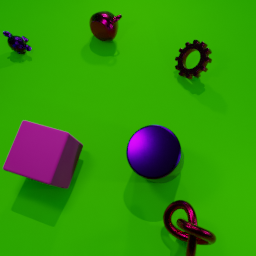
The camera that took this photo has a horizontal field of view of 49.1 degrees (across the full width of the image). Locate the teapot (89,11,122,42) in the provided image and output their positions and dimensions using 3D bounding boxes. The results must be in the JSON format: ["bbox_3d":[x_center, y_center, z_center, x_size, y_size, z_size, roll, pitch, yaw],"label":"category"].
[{"bbox_3d":[-0.872,-3.830,10.451,1.825,1.135,0.894,-4,43,48],"label":"teapot"}]

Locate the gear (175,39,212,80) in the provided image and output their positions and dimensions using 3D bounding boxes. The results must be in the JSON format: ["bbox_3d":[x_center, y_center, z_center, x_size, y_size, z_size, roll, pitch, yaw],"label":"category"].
[{"bbox_3d":[2.160,-2.275,9.340,0.235,1.272,1.272,10,42,-46],"label":"gear"}]

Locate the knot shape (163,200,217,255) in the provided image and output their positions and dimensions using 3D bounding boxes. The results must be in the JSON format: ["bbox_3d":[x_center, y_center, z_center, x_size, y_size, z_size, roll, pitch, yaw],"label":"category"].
[{"bbox_3d":[1.363,2.255,6.107,0.615,1.245,1.330,-21,82,-22],"label":"knot shape"}]

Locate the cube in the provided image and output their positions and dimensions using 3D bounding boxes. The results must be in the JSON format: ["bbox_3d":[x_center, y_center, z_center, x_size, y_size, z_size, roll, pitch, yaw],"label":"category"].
[{"bbox_3d":[-2.075,0.712,7.113,1.271,1.271,1.271,15,76,12],"label":"cube"}]

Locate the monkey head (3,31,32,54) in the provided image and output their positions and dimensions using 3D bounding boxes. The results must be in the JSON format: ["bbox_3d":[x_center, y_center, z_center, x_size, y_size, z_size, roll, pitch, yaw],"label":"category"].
[{"bbox_3d":[-3.965,-3.146,10.239,1.123,0.677,0.808,33,67,-8],"label":"monkey head"}]

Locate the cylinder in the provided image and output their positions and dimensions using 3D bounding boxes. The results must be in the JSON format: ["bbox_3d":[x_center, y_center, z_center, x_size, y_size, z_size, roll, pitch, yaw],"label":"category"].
[{"bbox_3d":[0.729,0.700,7.097,1.302,1.302,1.302,-4,74,13],"label":"cylinder"}]
